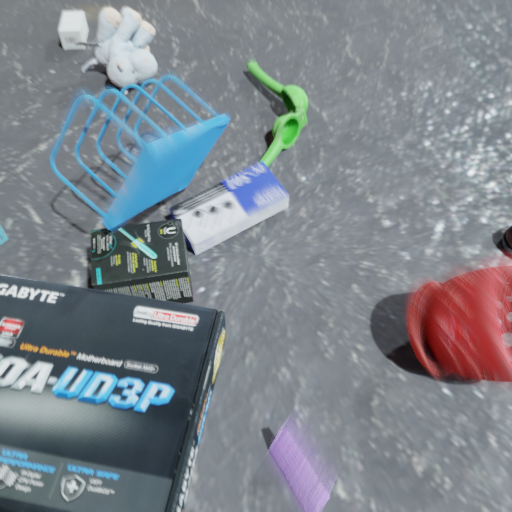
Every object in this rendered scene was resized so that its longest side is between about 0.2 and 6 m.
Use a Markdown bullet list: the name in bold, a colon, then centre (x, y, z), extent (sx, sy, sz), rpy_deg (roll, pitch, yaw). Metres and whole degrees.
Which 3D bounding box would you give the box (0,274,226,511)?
- **box**: centre (-2.660, 1.959, 7.618), extent (3.994, 0.919, 3.175), rpy_deg (9, 54, 7)

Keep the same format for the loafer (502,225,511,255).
- **loafer**: centre (5.717, -0.519, 9.473), extent (2.921, 0.920, 1.050), rpy_deg (-3, 53, -2)

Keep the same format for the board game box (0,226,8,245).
- **board game box**: centre (-5.663, -0.464, 9.705), extent (2.092, 0.491, 1.579), rpy_deg (32, 60, 22)

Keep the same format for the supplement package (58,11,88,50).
- **supplement package**: centre (-4.349, -5.376, 13.351), extent (0.506, 0.508, 0.866), rpy_deg (-3, 53, -2)

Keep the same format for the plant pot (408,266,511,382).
- **plant pot**: centre (3.042, 0.969, 7.858), extent (1.404, 1.542, 1.542), rpy_deg (-12, 37, 48)

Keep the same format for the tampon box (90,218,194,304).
- **tampon box**: centre (-1.806, 0.178, 8.951), extent (1.459, 0.921, 1.093), rpy_deg (-8, 54, -6)

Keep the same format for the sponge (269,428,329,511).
- **sponge**: centre (0.531, 2.783, 7.209), extent (0.151, 0.564, 1.012), rpy_deg (-18, 56, -29)

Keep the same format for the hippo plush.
- **hippo plush**: centre (-2.903, -4.388, 12.061), extent (1.769, 1.409, 1.422), rpy_deg (-17, 55, -13)

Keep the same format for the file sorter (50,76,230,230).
- **file sorter**: centre (-1.843, -1.818, 9.039), extent (1.442, 1.632, 2.351), rpy_deg (43, 34, 3)

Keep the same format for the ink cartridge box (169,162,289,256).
- **ink cartridge box**: centre (-0.463, -0.864, 9.889), extent (1.913, 0.423, 0.899), rpy_deg (-29, 63, -14)

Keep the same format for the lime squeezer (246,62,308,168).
- **lime squeezer**: centre (0.359, -2.775, 11.272), extent (1.358, 0.725, 3.845), rpy_deg (5, 56, -1)
